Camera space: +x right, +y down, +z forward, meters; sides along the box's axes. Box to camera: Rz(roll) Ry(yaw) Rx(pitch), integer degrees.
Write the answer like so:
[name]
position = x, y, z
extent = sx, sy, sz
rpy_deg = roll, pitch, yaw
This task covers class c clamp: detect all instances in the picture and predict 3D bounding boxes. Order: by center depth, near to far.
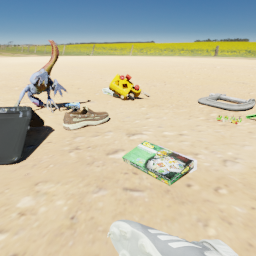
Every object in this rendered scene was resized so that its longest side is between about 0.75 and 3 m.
[c clamp]
position = 4.360, -1.222, 12.159
extent = 2.333, 0.370, 2.731
rpy_deg = -9, 19, -25

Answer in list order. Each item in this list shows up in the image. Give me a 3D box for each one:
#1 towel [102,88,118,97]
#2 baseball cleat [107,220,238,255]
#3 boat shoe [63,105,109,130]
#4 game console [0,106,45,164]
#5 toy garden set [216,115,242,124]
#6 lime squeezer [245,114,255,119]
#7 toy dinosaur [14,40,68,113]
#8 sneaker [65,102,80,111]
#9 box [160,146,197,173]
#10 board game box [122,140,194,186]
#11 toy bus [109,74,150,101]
[towel]
position = -0.488, -1.912, 14.387
extent = 1.366, 0.329, 1.169
rpy_deg = -13, 22, -35
[baseball cleat]
position = 0.595, 1.543, 3.384
extent = 1.687, 0.588, 0.898
rpy_deg = 24, 22, 31
[boat shoe]
position = -1.315, -0.412, 9.165
extent = 0.643, 0.644, 1.740
rpy_deg = 16, 24, 41
[game console]
position = -3.906, 0.309, 7.512
extent = 2.795, 1.627, 2.459
rpy_deg = -1, -12, -3
[toy garden set]
position = 3.489, -0.327, 9.692
extent = 0.821, 0.164, 0.684
rpy_deg = 8, 20, 24
[lime squeezer]
position = 4.328, -0.358, 8.689
extent = 0.865, 0.462, 2.448
rpy_deg = -15, 11, 14
[toy dinosaur]
position = -3.160, -1.571, 10.573
extent = 1.492, 2.841, 2.578
rpy_deg = 22, -4, -32
[sneaker]
position = -2.048, -0.765, 10.337
extent = 0.798, 0.331, 0.283
rpy_deg = 2, 22, 42
[box]
position = 1.034, 0.688, 6.394
extent = 0.228, 0.244, 1.179
rpy_deg = -18, 25, -36
[board game box]
position = 0.615, 0.712, 6.108
extent = 0.780, 0.175, 1.489
rpy_deg = -34, 33, -27
[toy bus]
position = -0.091, -1.697, 12.821
extent = 1.650, 1.557, 0.853
rpy_deg = 20, 70, 50
